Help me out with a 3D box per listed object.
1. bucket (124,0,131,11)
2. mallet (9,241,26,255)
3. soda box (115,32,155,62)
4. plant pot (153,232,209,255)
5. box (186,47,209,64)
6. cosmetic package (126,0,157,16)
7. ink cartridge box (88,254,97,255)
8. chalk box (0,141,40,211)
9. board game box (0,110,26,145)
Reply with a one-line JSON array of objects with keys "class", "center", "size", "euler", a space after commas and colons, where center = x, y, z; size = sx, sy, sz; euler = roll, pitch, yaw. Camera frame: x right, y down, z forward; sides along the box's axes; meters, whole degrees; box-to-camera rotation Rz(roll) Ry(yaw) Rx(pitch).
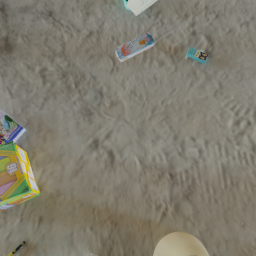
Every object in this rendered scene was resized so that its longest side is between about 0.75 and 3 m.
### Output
[{"class": "bucket", "center": [0.198, -5.366, 11.736], "size": [0.813, 0.529, 0.813], "euler": [0, 73, -1]}, {"class": "mallet", "center": [-3.807, 4.058, 9.075], "size": [0.347, 0.217, 1.054], "euler": [35, 71, 14]}, {"class": "soda box", "center": [0.206, -2.494, 8.656], "size": [1.196, 0.409, 0.380], "euler": [-27, 89, -1]}, {"class": "plant pot", "center": [1.706, 4.026, 8.160], "size": [1.802, 1.924, 1.802], "euler": [0, 72, 0]}, {"class": "box", "center": [2.766, -2.892, 11.157], "size": [0.805, 0.198, 0.331], "euler": [26, 75, 8]}, {"class": "cosmetic package", "center": [0.628, -4.226, 8.849], "size": [0.500, 0.708, 1.368], "euler": [45, 61, 0]}, {"class": "ink cartridge box", "center": [-0.860, 5.174, 7.899], "size": [1.755, 1.747, 2.416], "euler": [20, 74, 6]}, {"class": "chalk box", "center": [-4.467, 1.814, 8.779], "size": [2.730, 1.698, 1.690], "euler": [-22, 77, -12]}, {"class": "board game box", "center": [-4.634, 0.154, 10.200], "size": [1.252, 0.258, 1.255], "euler": [36, 76, 10]}]
